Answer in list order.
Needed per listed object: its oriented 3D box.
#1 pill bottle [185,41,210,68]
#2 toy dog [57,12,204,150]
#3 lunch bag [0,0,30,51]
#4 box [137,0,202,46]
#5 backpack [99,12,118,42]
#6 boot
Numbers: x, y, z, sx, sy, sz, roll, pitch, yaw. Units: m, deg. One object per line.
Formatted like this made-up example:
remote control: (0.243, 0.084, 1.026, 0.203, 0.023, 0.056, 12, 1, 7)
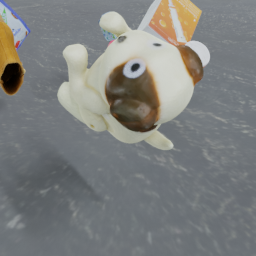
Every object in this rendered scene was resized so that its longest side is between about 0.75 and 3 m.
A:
pill bottle: (1.387, -1.488, 6.747, 0.673, 1.191, 0.673, 5, 71, -14)
toy dog: (0.014, -0.450, 3.717, 1.476, 2.052, 2.116, -31, 2, -15)
lunch bag: (-3.855, -2.554, 7.130, 1.326, 2.142, 1.821, 19, 74, 52)
box: (1.236, -3.216, 9.008, 1.446, 1.133, 2.325, 34, 59, -17)
backpack: (-0.486, -3.213, 9.012, 0.776, 1.009, 0.823, -20, 20, -28)
boot: (-2.683, -1.344, 5.839, 0.769, 2.187, 1.565, -18, 79, -26)
